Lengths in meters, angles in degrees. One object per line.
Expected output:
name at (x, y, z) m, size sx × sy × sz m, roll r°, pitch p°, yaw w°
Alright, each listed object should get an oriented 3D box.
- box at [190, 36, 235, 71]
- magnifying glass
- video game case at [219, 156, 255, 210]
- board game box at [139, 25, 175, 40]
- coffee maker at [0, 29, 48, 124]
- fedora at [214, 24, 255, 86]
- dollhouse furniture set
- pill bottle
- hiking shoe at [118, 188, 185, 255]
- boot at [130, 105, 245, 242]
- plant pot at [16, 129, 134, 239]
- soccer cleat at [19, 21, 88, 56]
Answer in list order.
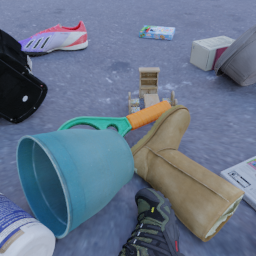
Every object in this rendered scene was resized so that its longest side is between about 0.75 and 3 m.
box at (3.208, -2.768, 10.326) m, size 1.530 × 0.833 × 0.978 m, roll -16°, pitch 39°, yaw -21°
magnifying glass at (-0.257, 0.015, 6.367) m, size 2.967 × 0.332 × 1.181 m, roll -23°, pitch 72°, yaw -24°
video game case at (2.946, 1.176, 5.401) m, size 1.565 × 0.190 × 1.719 m, roll -18°, pitch 39°, yaw -23°
board game box at (1.393, -4.518, 13.242) m, size 1.521 × 0.278 × 1.151 m, roll 10°, pitch 36°, yaw 12°
coffee maker at (-3.522, -1.737, 7.500) m, size 1.754 × 2.501 × 2.604 m, roll -29°, pitch 40°, yaw -10°
fedora at (4.085, -2.266, 8.830) m, size 2.750 × 2.432 × 1.242 m, roll -30°, pitch 74°, yaw -29°
dollhouse furniture set at (0.636, -0.993, 7.804) m, size 1.278 × 0.905 × 1.391 m, roll -1°, pitch 36°, yaw -1°
pill bottle at (-2.019, 1.552, 4.221) m, size 1.721 × 0.955 × 0.955 m, roll 23°, pitch 42°, yaw 28°
hiking shoe at (0.258, 1.709, 4.172) m, size 0.999 × 0.752 × 1.985 m, roll -5°, pitch 37°, yaw -12°
boot at (1.220, 0.699, 5.366) m, size 1.929 × 0.729 × 2.203 m, roll -47°, pitch 49°, yaw -9°
plant pot at (-0.825, 0.742, 4.899) m, size 1.586 × 1.688 × 1.688 m, roll -19°, pitch 39°, yaw -40°
soccer cleat at (-3.121, -3.636, 11.313) m, size 2.981 × 1.091 × 1.017 m, roll -12°, pitch 37°, yaw -16°
